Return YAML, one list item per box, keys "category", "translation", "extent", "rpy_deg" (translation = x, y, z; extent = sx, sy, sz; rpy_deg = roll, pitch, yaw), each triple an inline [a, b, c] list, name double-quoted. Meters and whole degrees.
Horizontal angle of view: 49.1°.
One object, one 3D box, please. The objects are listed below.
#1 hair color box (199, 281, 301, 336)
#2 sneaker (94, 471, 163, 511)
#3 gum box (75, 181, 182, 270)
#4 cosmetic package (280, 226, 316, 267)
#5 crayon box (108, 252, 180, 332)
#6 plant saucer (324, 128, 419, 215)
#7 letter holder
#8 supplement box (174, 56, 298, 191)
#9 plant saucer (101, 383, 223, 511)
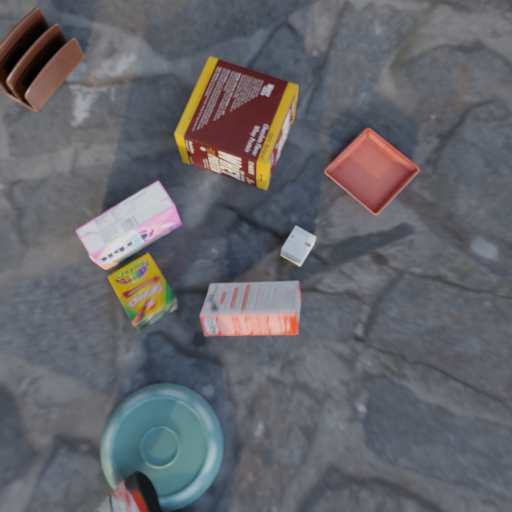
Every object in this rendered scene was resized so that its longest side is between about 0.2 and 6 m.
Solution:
- category: "hair color box"
  translation: [-0.071, 0.924, 9.856]
  extent: [1.649, 0.527, 0.915]
  rpy_deg: [-1, 35, 11]
- category: "sneaker"
  translation: [-1.868, 4.434, 8.476]
  extent: [1.108, 0.690, 2.067]
  rpy_deg: [-42, 42, 4]
- category: "gum box"
  translation: [-2.359, -0.506, 10.404]
  extent: [1.831, 1.039, 0.606]
  rpy_deg: [-32, 76, -9]
- category: "cosmetic package"
  translation: [0.794, -0.184, 10.620]
  extent: [0.454, 0.454, 0.551]
  rpy_deg: [29, 76, 8]
- category: "crayon box"
  translation: [-2.120, 0.576, 10.315]
  extent: [0.886, 0.355, 1.396]
  rpy_deg: [-32, 63, -9]
- category: "plant saucer"
  translation: [2.285, -1.653, 11.158]
  extent: [1.366, 0.251, 1.369]
  rpy_deg: [42, 77, 11]
- category: "letter holder"
  translation: [-4.461, -3.992, 11.359]
  extent: [0.827, 1.169, 1.645]
  rpy_deg: [31, 76, 9]
- category: "supplement box"
  translation: [-0.347, -2.546, 10.914]
  extent: [1.825, 1.211, 1.800]
  rpy_deg: [19, 75, 5]
- category: "plant saucer"
  translation: [-1.651, 3.294, 9.701]
  extent: [2.144, 0.294, 2.144]
  rpy_deg: [0, 73, -1]
